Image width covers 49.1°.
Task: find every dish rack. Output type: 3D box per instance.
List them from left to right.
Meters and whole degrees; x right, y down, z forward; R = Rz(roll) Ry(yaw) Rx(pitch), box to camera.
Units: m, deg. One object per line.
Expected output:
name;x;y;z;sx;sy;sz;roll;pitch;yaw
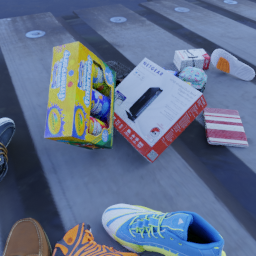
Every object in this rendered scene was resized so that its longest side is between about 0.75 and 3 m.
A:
dish rack;-0.621;-2.515;12.633;1.293;0.460;1.685;-24;45;-27

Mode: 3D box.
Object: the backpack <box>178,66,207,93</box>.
backpack;2.652;-1.954;11.605;1.186;1.006;1.336;20;39;20

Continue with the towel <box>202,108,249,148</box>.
towel;3.409;-0.046;9.950;1.346;0.212;1.868;5;43;2

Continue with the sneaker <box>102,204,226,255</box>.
sneaker;0.772;2.182;6.311;2.990;1.570;1.132;16;44;17

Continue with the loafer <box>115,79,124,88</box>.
loafer;-0.200;-1.624;11.325;0.787;0.765;2.155;22;45;23

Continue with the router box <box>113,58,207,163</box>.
router box;0.675;-0.707;9.350;2.567;0.699;2.861;-47;51;0

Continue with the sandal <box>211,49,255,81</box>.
sandal;4.728;-2.793;12.751;2.112;0.809;0.605;36;19;11

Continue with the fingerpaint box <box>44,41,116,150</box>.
fingerpaint box;-1.280;-0.811;8.328;0.967;2.199;2.636;-4;76;25

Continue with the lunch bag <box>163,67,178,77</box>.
lunch bag;1.255;-2.059;11.712;1.400;0.875;1.860;11;43;15

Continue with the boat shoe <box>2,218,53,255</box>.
boat shoe;-2.135;3.038;5.747;1.070;1.012;2.976;-10;42;-11

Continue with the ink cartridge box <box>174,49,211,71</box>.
ink cartridge box;3.017;-3.238;13.314;1.443;0.604;1.041;-7;41;-8

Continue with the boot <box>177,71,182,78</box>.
boot;2.478;-2.264;12.387;1.027;0.337;0.847;-28;39;-32

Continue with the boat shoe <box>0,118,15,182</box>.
boat shoe;-3.984;0.816;8.471;1.190;0.927;2.622;15;50;16

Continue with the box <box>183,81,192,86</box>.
box;1.868;-0.970;10.310;0.700;1.106;1.148;12;42;13

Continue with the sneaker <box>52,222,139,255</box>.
sneaker;-0.710;2.695;6.335;2.006;0.778;1.124;-1;42;-1
